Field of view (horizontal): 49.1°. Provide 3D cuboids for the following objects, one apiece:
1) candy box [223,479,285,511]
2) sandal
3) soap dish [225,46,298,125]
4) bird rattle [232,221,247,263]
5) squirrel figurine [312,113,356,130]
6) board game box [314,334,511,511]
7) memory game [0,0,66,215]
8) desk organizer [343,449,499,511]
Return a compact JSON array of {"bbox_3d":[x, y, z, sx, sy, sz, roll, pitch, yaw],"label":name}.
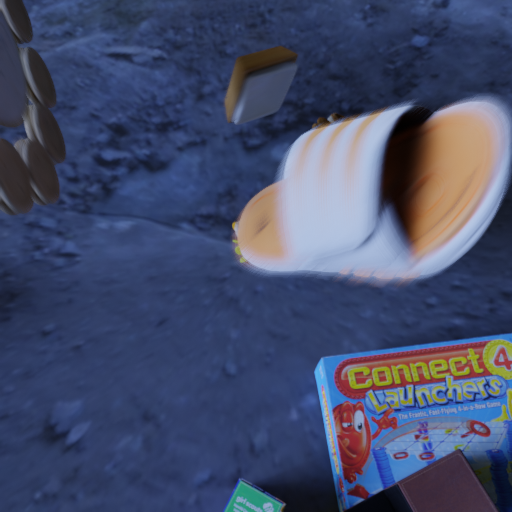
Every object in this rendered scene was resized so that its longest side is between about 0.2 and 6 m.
[{"bbox_3d":[-0.270,3.243,5.942,0.587,1.288,1.524,23,67,13],"label":"candy box"},{"bbox_3d":[0.540,-0.456,5.140,1.004,3.504,1.343,14,75,-32],"label":"sandal"},{"bbox_3d":[0.031,-2.292,7.518,0.833,1.059,0.430,-24,74,-23],"label":"soap dish"},{"bbox_3d":[0.065,-0.356,8.169,0.937,0.528,0.764,-25,51,-15],"label":"bird rattle"},{"bbox_3d":[1.278,-1.814,8.858,0.919,0.651,0.858,44,61,4],"label":"squirrel figurine"},{"bbox_3d":[2.207,2.369,6.676,2.599,0.726,2.544,-7,65,-3],"label":"board game box"},{"bbox_3d":[-2.790,-2.163,5.370,0.239,3.750,3.750,-16,65,2],"label":"memory game"},{"bbox_3d":[1.271,2.877,5.591,2.252,0.807,0.867,-24,64,-11],"label":"desk organizer"}]
